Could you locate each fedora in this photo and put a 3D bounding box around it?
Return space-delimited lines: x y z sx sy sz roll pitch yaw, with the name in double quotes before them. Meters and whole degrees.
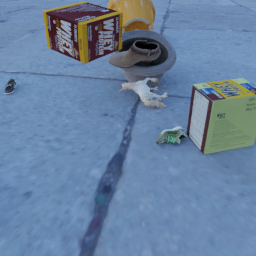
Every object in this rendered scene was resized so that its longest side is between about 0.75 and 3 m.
"fedora" 0.575 -2.557 10.899 2.437 1.244 2.756 -12 48 -12

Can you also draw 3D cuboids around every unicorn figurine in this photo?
"unicorn figurine" 0.541 -1.269 9.500 1.213 0.652 1.766 -10 32 -19

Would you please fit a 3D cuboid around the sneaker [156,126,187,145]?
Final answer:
"sneaker" 1.182 0.253 7.366 0.959 0.369 0.425 -20 45 -26

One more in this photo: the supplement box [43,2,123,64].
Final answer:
"supplement box" -1.215 -2.715 7.818 1.567 1.041 1.546 28 44 29

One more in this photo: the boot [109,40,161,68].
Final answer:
"boot" 0.208 -2.461 9.156 1.690 0.594 1.236 -5 -8 -4

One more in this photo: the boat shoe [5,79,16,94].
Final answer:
"boat shoe" -4.319 -1.528 10.272 0.342 0.279 0.926 -1 32 -2

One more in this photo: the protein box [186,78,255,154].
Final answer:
"protein box" 2.447 -0.323 7.150 1.496 1.507 1.016 -9 33 -14

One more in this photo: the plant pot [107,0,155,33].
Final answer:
"plant pot" 0.282 -5.737 15.165 2.708 2.708 2.479 -4 48 -6
